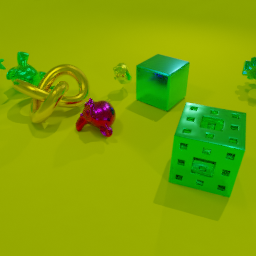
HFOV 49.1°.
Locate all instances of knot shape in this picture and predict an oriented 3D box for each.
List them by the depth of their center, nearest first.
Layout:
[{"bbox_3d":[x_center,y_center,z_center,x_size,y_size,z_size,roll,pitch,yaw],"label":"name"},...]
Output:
[{"bbox_3d":[-2.098,-0.892,7.541,2.073,0.958,1.939,-7,36,0],"label":"knot shape"}]

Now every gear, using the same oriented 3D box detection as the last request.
[{"bbox_3d":[4.312,-1.736,8.464,1.581,0.292,1.581,12,-6,1],"label":"gear"}]

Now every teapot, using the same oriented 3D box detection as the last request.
[{"bbox_3d":[-0.175,-1.603,8.493,0.518,1.057,0.658,-27,67,13],"label":"teapot"}]

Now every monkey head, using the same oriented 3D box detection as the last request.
[{"bbox_3d":[-0.799,-0.239,7.096,0.834,0.995,1.383,26,29,-27],"label":"monkey head"},{"bbox_3d":[-3.141,-1.760,8.652,0.917,1.095,1.522,23,18,37],"label":"monkey head"}]

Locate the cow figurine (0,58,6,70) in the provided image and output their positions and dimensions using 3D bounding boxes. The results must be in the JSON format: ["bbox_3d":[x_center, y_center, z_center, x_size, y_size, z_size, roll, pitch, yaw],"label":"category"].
[{"bbox_3d":[-3.844,-1.739,7.556,1.339,0.747,1.361,-30,33,15],"label":"cow figurine"}]

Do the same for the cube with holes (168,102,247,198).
[{"bbox_3d":[1.590,0.399,5.641,1.215,1.215,1.215,12,38,16],"label":"cube with holes"}]

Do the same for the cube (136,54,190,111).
[{"bbox_3d":[0.984,-1.344,8.080,1.111,1.111,1.111,24,43,31],"label":"cube"}]
